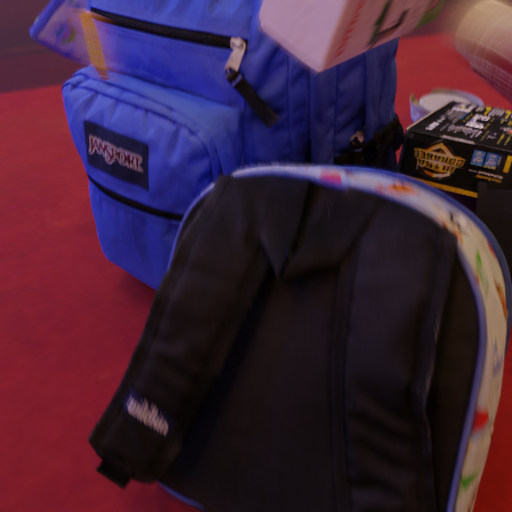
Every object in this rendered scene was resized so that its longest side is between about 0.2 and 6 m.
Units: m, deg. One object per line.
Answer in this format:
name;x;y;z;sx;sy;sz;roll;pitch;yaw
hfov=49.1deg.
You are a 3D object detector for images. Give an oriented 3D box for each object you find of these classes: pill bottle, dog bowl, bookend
pill bottle;1.517;-1.144;3.230;0.427;0.427;0.748;-13;49;-17
dog bowl;4.044;-3.120;12.038;1.520;0.446;1.520;0;37;0
bookend;3.623;-0.151;7.260;1.547;0.717;1.557;4;53;20

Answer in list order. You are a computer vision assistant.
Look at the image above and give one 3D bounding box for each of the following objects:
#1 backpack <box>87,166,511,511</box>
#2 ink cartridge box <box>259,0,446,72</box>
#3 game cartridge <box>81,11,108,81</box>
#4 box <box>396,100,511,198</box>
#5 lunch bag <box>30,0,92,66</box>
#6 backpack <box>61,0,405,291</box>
backpack;0.600;0.788;4.559;3.194;3.042;2.461;18;23;22
ink cartridge box;0.758;-1.842;3.439;1.346;0.983;0.568;-35;70;-32
game cartridge;-1.444;-1.878;5.054;0.087;0.474;0.537;-12;6;-5
box;4.192;-1.738;9.302;2.825;0.873;3.537;20;30;22
lunch bag;-2.284;-3.678;8.283;1.171;1.563;1.838;52;25;0
backpack;-0.199;-1.743;6.783;3.600;4.431;3.718;22;41;26
